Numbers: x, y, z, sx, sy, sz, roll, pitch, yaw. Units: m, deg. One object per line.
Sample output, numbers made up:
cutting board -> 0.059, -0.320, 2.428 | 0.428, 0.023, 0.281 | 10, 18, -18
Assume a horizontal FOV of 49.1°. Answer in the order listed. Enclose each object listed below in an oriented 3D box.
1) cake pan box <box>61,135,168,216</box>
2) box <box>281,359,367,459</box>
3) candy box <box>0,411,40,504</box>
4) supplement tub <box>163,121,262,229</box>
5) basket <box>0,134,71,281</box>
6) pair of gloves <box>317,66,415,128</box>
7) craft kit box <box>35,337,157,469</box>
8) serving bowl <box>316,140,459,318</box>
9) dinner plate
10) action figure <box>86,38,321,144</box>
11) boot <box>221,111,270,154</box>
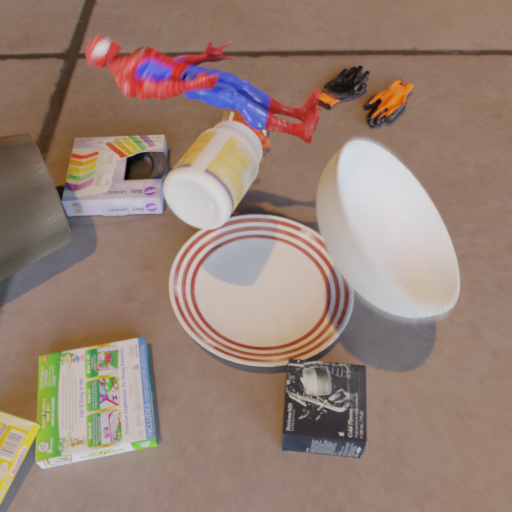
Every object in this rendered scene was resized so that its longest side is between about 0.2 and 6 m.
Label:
cake pan box -> -2.729, -1.620, 11.171 | 1.971, 0.516, 1.815 | -1, 55, -1
box -> 0.986, 2.216, 8.166 | 1.165, 0.734, 1.185 | 3, 53, 5
candy box -> -3.710, 2.985, 7.698 | 0.829, 0.214, 1.622 | 8, 60, 25
supplement tub -> -0.575, -1.184, 8.012 | 1.024, 1.024, 1.409 | 20, 51, 14
basket -> -5.175, -0.555, 9.194 | 3.598, 2.447, 3.244 | -24, 84, -23
pair of gloves -> 2.501, -3.682, 12.881 | 1.939, 0.240, 1.727 | 28, 59, 23
craft kit box -> -2.405, 2.161, 8.429 | 1.670, 0.410, 1.691 | -7, 53, -8
serving bowl -> 1.592, -0.260, 7.258 | 2.433, 0.800, 2.433 | 26, 48, -33
dinner plate -> 0.088, 0.536, 9.520 | 3.110, 0.377, 3.110 | 4, 50, -4
action figure -> -0.757, -2.533, 8.139 | 3.424, 0.885, 1.120 | 12, 43, -5
boot -> -0.266, -2.219, 11.503 | 1.071, 0.749, 1.997 | 8, 53, 0
